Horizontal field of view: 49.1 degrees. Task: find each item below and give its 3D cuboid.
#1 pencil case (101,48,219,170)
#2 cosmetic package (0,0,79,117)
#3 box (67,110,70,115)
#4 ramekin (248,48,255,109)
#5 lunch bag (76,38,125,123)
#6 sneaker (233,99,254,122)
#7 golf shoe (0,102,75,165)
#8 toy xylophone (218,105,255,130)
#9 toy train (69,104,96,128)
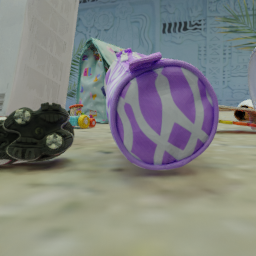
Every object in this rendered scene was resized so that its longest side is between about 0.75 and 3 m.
[{"bbox_3d":[0.193,-0.386,3.097,0.948,0.966,2.260,-14,18,-3],"label":"pencil case"},{"bbox_3d":[-1.557,-1.368,4.660,0.736,2.908,1.200,-4,-17,27],"label":"cosmetic package"},{"bbox_3d":[-1.646,-0.849,12.057,1.385,0.349,1.919,-4,-18,-44],"label":"box"},{"bbox_3d":[3.726,-1.057,6.519,1.154,2.479,2.479,-10,3,5],"label":"ramekin"},{"bbox_3d":[-0.587,-1.687,10.424,1.788,2.932,2.498,3,4,36],"label":"lunch bag"},{"bbox_3d":[4.489,-0.690,10.882,1.007,0.866,2.378,3,6,2],"label":"sneaker"},{"bbox_3d":[-1.356,0.147,2.659,1.663,0.642,0.732,1,-17,-12],"label":"golf shoe"},{"bbox_3d":[2.140,-0.263,6.403,1.822,0.458,1.334,6,4,7],"label":"toy xylophone"},{"bbox_3d":[-2.047,-0.319,7.553,2.290,0.637,1.720,-3,5,-23],"label":"toy train"}]
